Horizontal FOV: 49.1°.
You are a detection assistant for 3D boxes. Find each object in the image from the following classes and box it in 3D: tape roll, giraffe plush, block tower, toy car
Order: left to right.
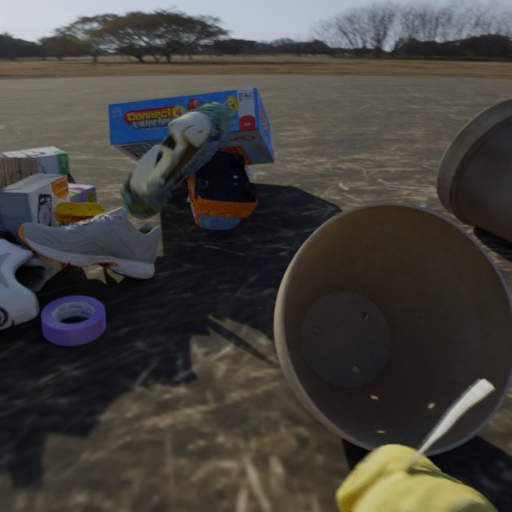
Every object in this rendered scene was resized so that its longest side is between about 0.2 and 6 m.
[{"bbox_3d":[-4.230,-1.235,9.151,0.793,0.741,2.744,-4,10,-7],"label":"block tower"},{"bbox_3d":[-2.201,0.774,6.768,0.733,0.241,0.733,5,28,-3],"label":"tape roll"},{"bbox_3d":[-1.715,-0.893,9.609,3.790,1.261,1.859,-11,45,-30],"label":"toy car"},{"bbox_3d":[1.020,1.888,2.698,1.654,2.040,1.760,44,23,13],"label":"giraffe plush"}]

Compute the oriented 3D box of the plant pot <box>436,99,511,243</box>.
[{"bbox_3d":[4.588,-1.121,9.302,2.370,2.370,2.056,-8,39,-18],"label":"plant pot"}]

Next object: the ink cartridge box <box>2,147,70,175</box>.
[{"bbox_3d":[-5.531,-2.316,14.081,1.348,0.590,0.980,-18,29,-35],"label":"ink cartridge box"}]

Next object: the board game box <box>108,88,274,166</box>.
[{"bbox_3d":[-1.267,-2.677,12.548,3.061,0.874,3.126,-5,-3,7],"label":"board game box"}]

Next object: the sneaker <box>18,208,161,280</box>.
[{"bbox_3d":[-2.256,-0.313,7.850,2.002,0.921,0.758,14,8,-40],"label":"sneaker"}]

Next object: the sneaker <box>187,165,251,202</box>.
[{"bbox_3d":[-0.719,-1.845,12.399,0.941,0.992,2.464,4,20,19],"label":"sneaker"}]

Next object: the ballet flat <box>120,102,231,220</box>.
[{"bbox_3d":[-1.366,-1.768,9.577,0.967,0.967,2.605,24,75,45],"label":"ballet flat"}]

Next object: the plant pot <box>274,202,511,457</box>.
[{"bbox_3d":[1.056,0.713,5.202,2.085,2.085,1.400,-6,-13,-14],"label":"plant pot"}]

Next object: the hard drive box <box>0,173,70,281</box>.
[{"bbox_3d":[-3.229,-0.438,8.370,0.527,1.373,1.070,5,23,10],"label":"hard drive box"}]

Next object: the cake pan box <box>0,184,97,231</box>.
[{"bbox_3d":[-4.440,-0.996,10.927,2.011,0.526,1.852,6,21,16],"label":"cake pan box"}]

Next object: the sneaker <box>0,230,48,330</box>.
[{"bbox_3d":[-3.444,0.202,7.426,1.238,1.037,2.798,-6,30,-24],"label":"sneaker"}]
